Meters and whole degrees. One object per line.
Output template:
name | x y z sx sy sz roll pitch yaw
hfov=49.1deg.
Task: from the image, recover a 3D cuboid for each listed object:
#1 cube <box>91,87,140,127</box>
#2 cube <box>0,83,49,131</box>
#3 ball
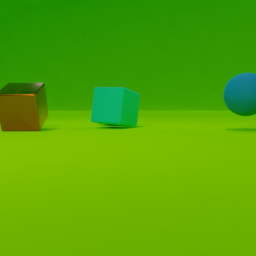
cube | -0.372 -0.629 8.667 1.070 1.070 1.070 5 -3 29
cube | -2.819 -0.587 7.570 1.023 1.023 1.023 0 26 -2
ball | 3.166 -0.892 7.506 1.151 1.151 1.151 0 4 0
